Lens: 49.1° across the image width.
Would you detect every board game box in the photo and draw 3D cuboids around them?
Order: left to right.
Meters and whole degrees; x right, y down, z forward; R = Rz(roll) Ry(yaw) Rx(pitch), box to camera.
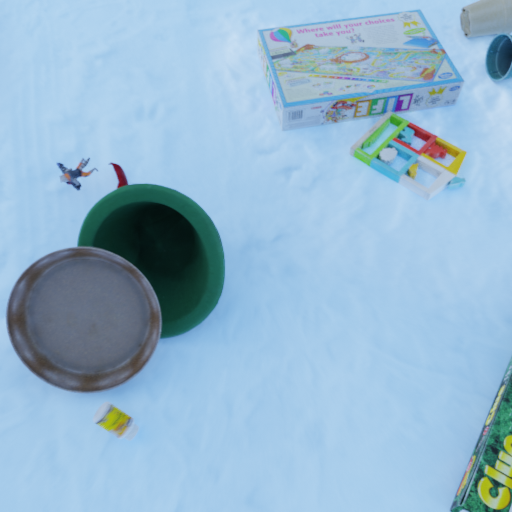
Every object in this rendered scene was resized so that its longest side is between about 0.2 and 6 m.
[{"bbox_3d":[2.221,-4.261,12.611,3.984,0.682,2.678,-9,58,-6],"label":"board game box"},{"bbox_3d":[5.034,2.307,8.441,2.543,0.569,4.853,30,62,15],"label":"board game box"}]

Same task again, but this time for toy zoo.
[{"bbox_3d":[3.236,-2.005,11.414,2.248,0.230,1.474,35,63,21],"label":"toy zoo"}]

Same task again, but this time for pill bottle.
[{"bbox_3d":[-2.059,2.462,8.281,0.635,0.347,0.347,40,59,-17],"label":"pill bottle"}]

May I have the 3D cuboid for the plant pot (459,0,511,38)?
[{"bbox_3d":[5.502,-5.745,13.460,0.997,1.089,1.089,-13,57,5],"label":"plant pot"}]

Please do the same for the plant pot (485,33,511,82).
[{"bbox_3d":[5.921,-4.476,12.628,1.014,1.035,1.035,-4,57,-11],"label":"plant pot"}]

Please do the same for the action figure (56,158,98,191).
[{"bbox_3d":[-3.487,-1.643,10.678,0.712,0.373,0.689,43,59,4],"label":"action figure"}]

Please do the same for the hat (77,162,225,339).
[{"bbox_3d":[-1.647,-0.326,10.178,2.451,2.959,2.604,-8,12,7],"label":"hat"}]

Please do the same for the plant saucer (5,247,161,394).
[{"bbox_3d":[-2.597,0.969,8.578,2.302,0.369,2.302,-1,100,-4],"label":"plant saucer"}]
